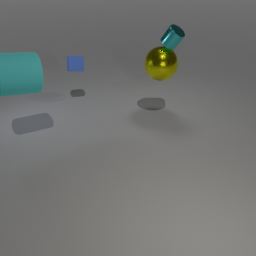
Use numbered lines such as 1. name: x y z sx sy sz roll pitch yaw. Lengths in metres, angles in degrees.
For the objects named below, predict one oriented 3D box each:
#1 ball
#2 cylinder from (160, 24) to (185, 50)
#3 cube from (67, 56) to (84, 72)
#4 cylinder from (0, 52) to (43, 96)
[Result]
1. ball: 1.368 -2.650 11.565 1.400 1.400 1.400 0 28 0
2. cylinder: 1.742 -3.537 10.923 0.700 0.700 0.700 18 49 -22
3. cube: -2.485 -3.038 13.232 0.700 0.700 0.700 -2 13 -18
4. cylinder: -3.774 -1.839 9.543 1.400 1.400 1.400 -11 30 -30
